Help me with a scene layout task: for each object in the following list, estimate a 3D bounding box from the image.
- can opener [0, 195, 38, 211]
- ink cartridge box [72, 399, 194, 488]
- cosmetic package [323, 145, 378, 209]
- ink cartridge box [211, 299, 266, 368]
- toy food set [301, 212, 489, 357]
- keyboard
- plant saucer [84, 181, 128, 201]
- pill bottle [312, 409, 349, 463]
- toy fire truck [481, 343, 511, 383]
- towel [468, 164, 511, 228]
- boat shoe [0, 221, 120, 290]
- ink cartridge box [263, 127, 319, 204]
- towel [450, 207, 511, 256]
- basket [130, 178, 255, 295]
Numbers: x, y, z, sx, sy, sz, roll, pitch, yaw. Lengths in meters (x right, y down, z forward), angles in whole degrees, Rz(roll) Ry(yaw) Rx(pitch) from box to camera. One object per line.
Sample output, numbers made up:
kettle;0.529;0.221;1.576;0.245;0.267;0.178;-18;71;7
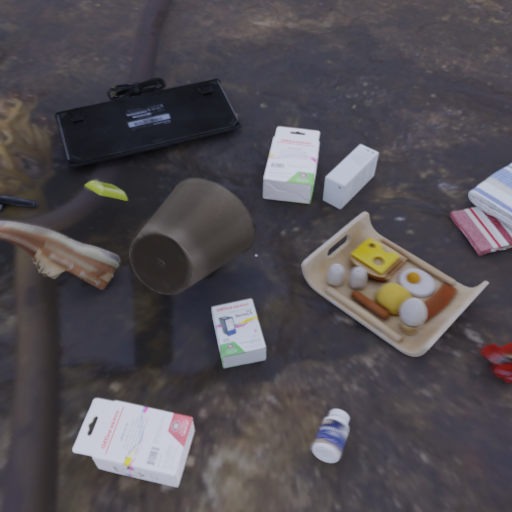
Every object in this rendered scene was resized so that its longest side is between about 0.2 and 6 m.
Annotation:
can opener;-4.892;-1.086;11.156;1.104;0.434;0.350;4;11;-1
ink cartridge box;-1.709;2.617;7.921;1.486;0.502;0.866;11;51;7
cosmetic package;1.910;-1.606;11.319;0.461;0.656;1.294;31;56;23
ink cartridge box;-0.292;1.248;9.105;0.708;0.426;0.974;-10;50;-7
toy food set;2.330;0.350;9.577;2.568;0.776;1.843;36;59;28
keyboard;-2.506;-3.180;12.765;3.880;0.498;2.330;-16;59;-14
plant saucer;-2.838;-1.264;10.674;0.631;0.151;0.632;8;16;-47
pill bottle;1.089;2.545;7.980;0.389;0.389;0.702;19;43;15
toy fire truck;3.930;1.529;8.587;0.692;0.824;0.462;-43;43;20
towel;5.734;-1.203;11.124;2.692;0.320;1.977;-30;55;-29
boat shoe;-3.386;0.009;9.447;2.124;0.804;0.762;21;83;-21
ink cartridge box;0.758;-1.906;11.612;1.001;0.575;1.708;8;51;7
towel;4.687;-0.572;10.787;1.563;0.178;1.126;-11;49;-11
basket;-1.116;-0.293;9.184;1.723;1.300;1.911;36;33;3
